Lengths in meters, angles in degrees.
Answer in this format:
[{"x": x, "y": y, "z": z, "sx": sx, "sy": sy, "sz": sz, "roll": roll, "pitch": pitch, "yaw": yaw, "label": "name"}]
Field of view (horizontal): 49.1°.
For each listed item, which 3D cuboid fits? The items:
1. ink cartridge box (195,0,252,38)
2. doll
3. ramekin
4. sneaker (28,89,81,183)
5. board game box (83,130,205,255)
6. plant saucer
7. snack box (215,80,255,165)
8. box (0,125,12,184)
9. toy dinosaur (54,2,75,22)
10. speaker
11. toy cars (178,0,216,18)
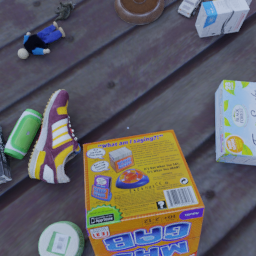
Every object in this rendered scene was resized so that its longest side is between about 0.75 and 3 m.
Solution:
[{"x": 3.248, "y": -3.675, "z": 9.260, "sx": 1.762, "sy": 1.022, "sz": 0.598, "roll": -11, "pitch": 68, "yaw": -5, "label": "ink cartridge box"}, {"x": -2.897, "y": -2.825, "z": 9.243, "sx": 1.660, "sy": 0.402, "sz": 1.132, "roll": -39, "pitch": 72, "yaw": -15, "label": "doll"}, {"x": -1.630, "y": 2.812, "z": 6.803, "sx": 1.093, "sy": 0.534, "sz": 1.093, "roll": 1, "pitch": 67, "yaw": -2, "label": "ramekin"}, {"x": -1.810, "y": 0.218, "z": 7.769, "sx": 1.181, "sy": 0.982, "sz": 2.622, "roll": 13, "pitch": 74, "yaw": -4, "label": "sneaker"}, {"x": 0.243, "y": 1.598, "z": 6.124, "sx": 2.069, "sy": 2.068, "sz": 2.067, "roll": -9, "pitch": 42, "yaw": -3, "label": "board game box"}, {"x": 0.403, "y": -4.491, "z": 9.895, "sx": 1.783, "sy": 0.307, "sz": 1.783, "roll": 0, "pitch": 75, "yaw": 2, "label": "plant saucer"}, {"x": 3.877, "y": -0.088, "z": 7.837, "sx": 2.666, "sy": 0.902, "sz": 2.248, "roll": 4, "pitch": 68, "yaw": 3, "label": "snack box"}, {"x": -4.547, "y": 0.910, "z": 7.588, "sx": 2.346, "sy": 0.584, "sz": 1.850, "roll": -20, "pitch": 69, "yaw": -8, "label": "box"}, {"x": -2.224, "y": -4.076, "z": 9.763, "sx": 0.512, "sy": 0.386, "sz": 1.002, "roll": 29, "pitch": 82, "yaw": -23, "label": "toy dinosaur"}, {"x": -2.932, "y": 0.161, "z": 7.905, "sx": 0.602, "sy": 0.602, "sz": 1.361, "roll": 17, "pitch": 69, "yaw": 7, "label": "speaker"}, {"x": 2.870, "y": -4.631, "z": 9.925, "sx": 2.369, "sy": 0.525, "sz": 1.062, "roll": -13, "pitch": 68, "yaw": -5, "label": "toy cars"}]
